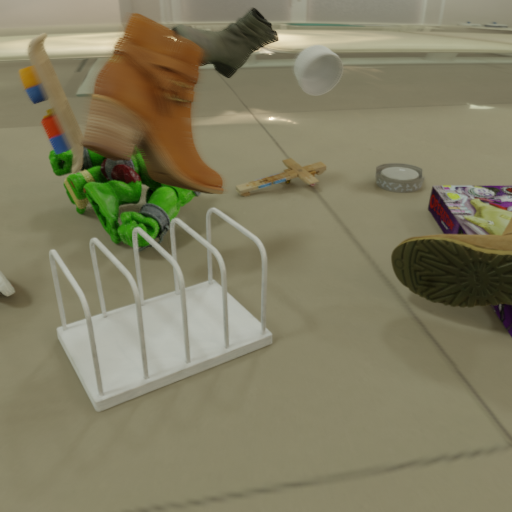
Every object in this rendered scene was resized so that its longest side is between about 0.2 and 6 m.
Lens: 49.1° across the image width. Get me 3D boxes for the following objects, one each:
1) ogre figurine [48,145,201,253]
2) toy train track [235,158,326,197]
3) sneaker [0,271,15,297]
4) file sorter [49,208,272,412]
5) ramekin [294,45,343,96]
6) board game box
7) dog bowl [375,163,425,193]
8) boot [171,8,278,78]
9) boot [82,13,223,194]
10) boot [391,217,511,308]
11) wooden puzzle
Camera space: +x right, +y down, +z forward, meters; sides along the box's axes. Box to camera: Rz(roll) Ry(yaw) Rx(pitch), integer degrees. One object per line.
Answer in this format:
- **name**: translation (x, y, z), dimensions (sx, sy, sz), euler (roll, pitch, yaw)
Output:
- **ogre figurine**: translation (-2.556, -1.606, 11.621), dimensions (2.291, 1.875, 3.821), euler (-30, 27, -24)
- **toy train track**: translation (0.623, -1.775, 13.487), dimensions (2.332, 0.379, 1.338), euler (-18, 40, -19)
- **sneaker**: translation (-4.724, 0.411, 9.275), dimensions (1.910, 0.736, 0.782), euler (17, 50, 39)
- **file sorter**: translation (-1.356, 0.551, 7.856), dimensions (2.629, 1.637, 1.824), euler (-17, 33, -28)
- **ramekin**: translation (1.249, -3.865, 11.580), dimensions (0.971, 0.971, 0.509), euler (-10, 52, -18)
- **board game box**: translation (5.189, -0.154, 10.194), dimensions (2.869, 0.772, 4.780), euler (3, 28, -2)
- **dog bowl**: translation (3.486, -1.893, 13.635), dimensions (1.230, 0.361, 1.230), euler (1, 29, 0)
- **boot**: translation (-0.574, -4.500, 11.284), dimensions (1.507, 0.781, 2.307), euler (-32, -11, 25)
- **boot**: translation (-1.292, -2.244, 8.857), dimensions (2.724, 2.115, 1.045), euler (22, -5, -39)
- **boot**: translation (4.088, -0.248, 9.077), dimensions (2.815, 1.063, 3.215), euler (10, 28, 33)
- **wooden puzzle**: translation (-3.595, -2.689, 9.850), dimensions (0.509, 2.200, 2.038), euler (-17, 27, -8)
